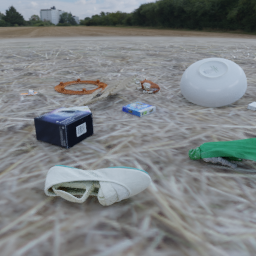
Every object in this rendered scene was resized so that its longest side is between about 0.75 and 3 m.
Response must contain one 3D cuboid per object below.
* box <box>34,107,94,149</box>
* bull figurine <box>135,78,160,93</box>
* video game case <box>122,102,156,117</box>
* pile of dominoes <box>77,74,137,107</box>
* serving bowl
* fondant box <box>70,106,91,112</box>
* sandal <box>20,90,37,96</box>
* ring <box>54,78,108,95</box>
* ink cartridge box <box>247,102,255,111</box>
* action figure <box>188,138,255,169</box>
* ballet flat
[{"bbox_3d":[-1.986,-0.057,8.761,1.291,0.802,1.302,11,25,28],"label":"box"},{"bbox_3d":[0.938,-2.131,14.166,0.956,0.513,1.574,-15,26,-29],"label":"bull figurine"},{"bbox_3d":[0.437,-0.763,11.206,1.010,0.230,0.916,20,29,40],"label":"video game case"},{"bbox_3d":[-0.739,-1.541,12.417,2.232,0.456,2.864,-18,18,19],"label":"pile of dominoes"},{"bbox_3d":[3.714,-2.223,12.293,2.875,0.946,2.875,-8,47,8],"label":"serving bowl"},{"bbox_3d":[-1.790,-0.511,10.501,0.746,0.301,1.034,-7,24,-17],"label":"fondant box"},{"bbox_3d":[-4.787,-1.711,13.500,0.795,0.228,0.305,-8,24,-19],"label":"sandal"},{"bbox_3d":[-2.452,-2.244,14.760,2.786,0.267,2.786,0,23,0],"label":"ring"},{"bbox_3d":[5.404,-0.824,11.472,0.627,0.185,0.784,-20,36,-41],"label":"ink cartridge box"},{"bbox_3d":[2.707,0.651,7.296,2.231,0.610,1.318,-1,23,16],"label":"action figure"},{"bbox_3d":[-0.690,1.252,5.847,2.314,0.804,0.804,1,22,14],"label":"ballet flat"}]
